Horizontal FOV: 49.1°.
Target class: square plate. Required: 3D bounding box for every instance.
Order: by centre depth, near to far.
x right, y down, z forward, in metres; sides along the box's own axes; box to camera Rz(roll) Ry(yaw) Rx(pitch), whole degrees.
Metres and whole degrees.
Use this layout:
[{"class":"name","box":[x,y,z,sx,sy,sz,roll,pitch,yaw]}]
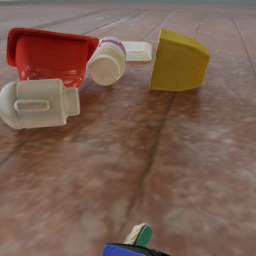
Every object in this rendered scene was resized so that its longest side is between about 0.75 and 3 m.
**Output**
[{"class":"square plate","box":[-0.183,-4.133,14.733,2.883,0.410,2.856,2,30,4]}]

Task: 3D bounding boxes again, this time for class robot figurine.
[{"class":"robot figurine","box":[-2.517,-0.668,7.788,2.320,1.310,1.967,-6,5,-9]}]

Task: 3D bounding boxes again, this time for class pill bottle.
[{"class":"pill bottle","box":[-0.807,-2.637,11.110,1.439,1.439,2.563,1,30,2]}]

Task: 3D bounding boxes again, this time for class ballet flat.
[{"class":"ballet flat","box":[0.023,1.932,4.358,0.346,0.374,1.109,-17,13,37]}]

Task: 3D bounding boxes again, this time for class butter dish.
[{"class":"butter dish","box":[-2.514,-1.801,9.251,2.758,2.039,2.751,0,-13,-24]}]

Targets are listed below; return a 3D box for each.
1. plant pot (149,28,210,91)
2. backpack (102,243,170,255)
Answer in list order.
[{"class":"plant pot","box":[1.948,-2.457,10.503,1.940,1.884,1.896,11,31,2]},{"class":"backpack","box":[0.188,1.966,3.512,0.872,1.073,0.900,3,67,41]}]
